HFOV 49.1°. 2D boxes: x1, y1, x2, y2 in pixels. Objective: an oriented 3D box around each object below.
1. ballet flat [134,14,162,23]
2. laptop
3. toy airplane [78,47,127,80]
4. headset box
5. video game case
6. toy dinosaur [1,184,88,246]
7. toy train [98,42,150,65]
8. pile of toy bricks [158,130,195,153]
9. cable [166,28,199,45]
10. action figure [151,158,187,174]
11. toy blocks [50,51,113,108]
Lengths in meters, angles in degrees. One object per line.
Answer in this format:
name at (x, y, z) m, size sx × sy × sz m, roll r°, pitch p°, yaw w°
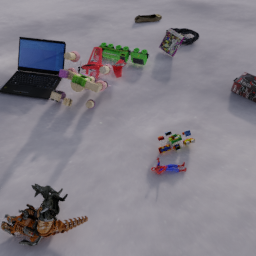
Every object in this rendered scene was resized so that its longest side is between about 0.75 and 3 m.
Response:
ballet flat at (1.156, -6.297, 15.933) m, size 1.641 × 0.380 × 0.553 m, roll -10°, pitch 46°, yaw -10°
laptop at (-3.891, -2.517, 11.526) m, size 2.166 × 1.262 × 2.444 m, roll 8°, pitch 45°, yaw 9°
toy airplane at (-1.103, -2.655, 12.131) m, size 2.254 × 0.415 × 2.254 m, roll -5°, pitch 59°, yaw 9°
headset box at (4.868, -1.664, 11.203) m, size 1.322 × 0.496 × 0.982 m, roll 33°, pitch 54°, yaw 29°
video game case at (2.047, -4.028, 13.200) m, size 0.921 × 1.016 × 0.182 m, roll 44°, pitch 27°, yaw 28°
toy dinosaur at (-2.103, 2.287, 7.157) m, size 2.047 × 1.046 × 1.390 m, roll 12°, pitch 58°, yaw -15°
toy train at (-0.269, -3.405, 12.912) m, size 2.590 × 0.540 × 0.730 m, roll 15°, pitch 60°, yaw 19°
pile of toy bricks at (1.507, 0.368, 9.204) m, size 1.233 × 0.684 × 0.609 m, roll -19°, pitch 8°, yaw -4°
cable at (2.797, -4.752, 14.429) m, size 1.716 × 0.436 × 1.400 m, roll 6°, pitch 40°, yaw 9°
action figure at (1.219, 1.117, 8.432) m, size 1.060 × 0.525 × 0.346 m, roll -6°, pitch 45°, yaw -3°
toy blocks at (-1.688, -1.804, 10.929) m, size 1.840 × 1.969 × 1.657 m, roll 23°, pitch 15°, yaw 3°
